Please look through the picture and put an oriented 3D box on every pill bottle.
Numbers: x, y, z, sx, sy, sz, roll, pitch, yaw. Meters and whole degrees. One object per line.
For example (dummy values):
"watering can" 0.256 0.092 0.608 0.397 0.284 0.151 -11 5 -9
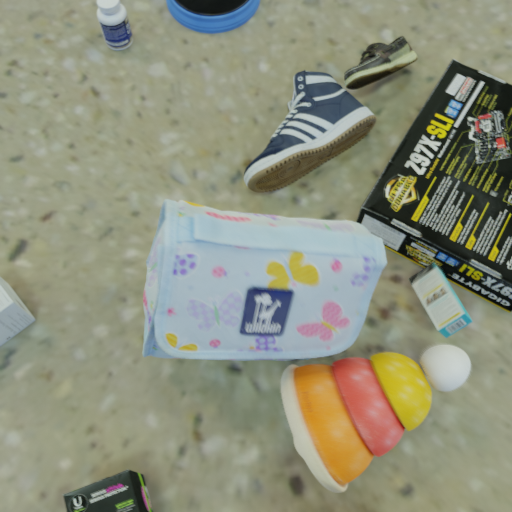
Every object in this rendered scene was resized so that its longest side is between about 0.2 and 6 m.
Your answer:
"pill bottle" -2.570 -4.235 10.120 0.519 0.934 0.519 0 66 0

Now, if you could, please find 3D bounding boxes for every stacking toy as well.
"stacking toy" 1.549 1.733 6.795 2.218 1.621 1.621 -26 67 11

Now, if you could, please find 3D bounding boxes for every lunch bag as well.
"lunch bag" -0.118 0.390 6.741 2.404 2.835 1.803 5 68 -15

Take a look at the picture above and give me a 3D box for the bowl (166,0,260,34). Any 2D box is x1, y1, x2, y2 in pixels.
"bowl" -0.840 -5.123 10.830 1.840 0.361 1.840 0 66 0

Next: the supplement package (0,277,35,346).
"supplement package" -4.070 0.971 7.873 1.461 0.831 0.800 -39 70 -15

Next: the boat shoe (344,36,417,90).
"boat shoe" 2.051 -3.330 9.586 1.807 0.662 0.586 -31 96 -38

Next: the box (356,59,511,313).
"box" 3.559 -1.226 8.857 2.727 0.843 3.416 28 69 14

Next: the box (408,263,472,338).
"box" 2.500 0.592 7.659 0.428 0.256 1.040 -37 36 19

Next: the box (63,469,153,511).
"box" -1.649 3.385 6.718 0.828 0.989 1.331 -18 67 -8

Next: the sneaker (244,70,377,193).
"sneaker" 0.599 -2.096 9.176 2.553 0.895 1.385 -31 74 -20
